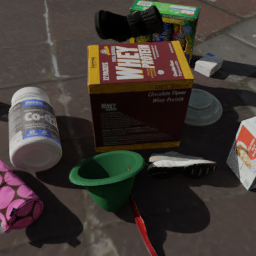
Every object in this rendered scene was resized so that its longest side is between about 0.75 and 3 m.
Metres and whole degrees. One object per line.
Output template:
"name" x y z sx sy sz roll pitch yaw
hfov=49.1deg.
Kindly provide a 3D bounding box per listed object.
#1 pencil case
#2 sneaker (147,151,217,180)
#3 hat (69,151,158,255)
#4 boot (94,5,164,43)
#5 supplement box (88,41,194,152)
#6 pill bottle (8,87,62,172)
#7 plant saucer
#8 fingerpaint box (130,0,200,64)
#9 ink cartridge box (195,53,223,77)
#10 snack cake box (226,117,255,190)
"pencil case" -3.472 1.699 7.649 2.406 1.092 1.127 33 69 29
"sneaker" 1.628 1.034 8.420 2.088 0.772 0.828 1 43 1
"hat" -0.363 2.099 7.815 2.108 2.240 2.545 -10 14 2
"boot" 0.106 -3.534 9.350 1.790 0.901 2.395 -5 9 25
"supplement box" 0.258 -0.916 8.751 2.797 2.836 1.883 -4 48 -4
"pill bottle" -2.999 -0.041 8.901 1.469 1.469 2.583 -13 49 -12
"plant saucer" 2.528 -0.916 10.356 1.966 0.493 1.966 0 48 0
"fingerpaint box" 1.479 -4.013 11.963 2.714 2.265 0.996 14 49 12
"ink cartridge box" 3.465 -2.718 12.016 0.752 0.441 1.041 34 55 27
"snack cake box" 3.538 0.734 7.860 0.651 1.939 1.115 -17 50 -12
